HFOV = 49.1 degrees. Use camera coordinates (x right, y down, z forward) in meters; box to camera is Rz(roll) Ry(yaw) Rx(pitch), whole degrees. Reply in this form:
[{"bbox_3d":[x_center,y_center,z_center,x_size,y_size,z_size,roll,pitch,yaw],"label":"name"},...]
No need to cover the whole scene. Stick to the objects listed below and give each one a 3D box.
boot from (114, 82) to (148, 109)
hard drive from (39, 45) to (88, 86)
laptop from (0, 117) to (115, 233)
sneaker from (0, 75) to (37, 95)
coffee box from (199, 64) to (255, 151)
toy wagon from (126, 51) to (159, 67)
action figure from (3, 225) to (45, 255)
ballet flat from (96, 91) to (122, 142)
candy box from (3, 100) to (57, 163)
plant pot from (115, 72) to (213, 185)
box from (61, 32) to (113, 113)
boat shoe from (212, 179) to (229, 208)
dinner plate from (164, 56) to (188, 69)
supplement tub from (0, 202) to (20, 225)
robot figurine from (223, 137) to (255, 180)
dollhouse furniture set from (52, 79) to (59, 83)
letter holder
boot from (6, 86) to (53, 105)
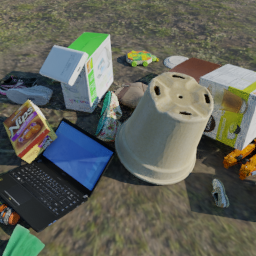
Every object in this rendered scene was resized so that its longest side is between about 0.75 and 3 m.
[{"bbox_3d":[0.252,-1.163,12.220,1.893,0.909,2.589,10,37,15],"label":"boot"},{"bbox_3d":[-2.335,-2.270,10.014,1.854,0.244,1.223,23,84,39],"label":"hard drive"},{"bbox_3d":[-2.380,1.229,8.808,2.652,1.545,2.992,28,33,30],"label":"laptop"},{"bbox_3d":[-5.261,-2.163,13.401,1.827,0.789,0.734,-21,46,-23],"label":"sneaker"},{"bbox_3d":[3.838,-0.849,10.202,2.104,2.125,2.128,28,40,34],"label":"coffee box"},{"bbox_3d":[0.833,-3.966,15.823,1.822,0.361,1.414,-1,41,-2],"label":"toy wagon"},{"bbox_3d":[-2.914,3.552,6.719,0.569,1.229,2.081,-6,44,31],"label":"action figure"},{"bbox_3d":[-0.703,-0.420,11.461,0.867,1.026,2.712,25,43,-16],"label":"ballet flat"},{"bbox_3d":[-3.679,0.051,10.362,1.380,0.668,2.366,-44,44,-4],"label":"candy box"},{"bbox_3d":[1.262,-0.137,9.030,2.985,2.732,2.985,7,51,-9],"label":"plant pot"},{"bbox_3d":[-1.811,-2.517,12.494,1.365,2.492,2.824,10,41,14],"label":"box"},{"bbox_3d":[2.841,2.030,8.837,0.343,0.375,1.004,0,41,-9],"label":"boat shoe"},{"bbox_3d":[2.834,-3.706,15.671,1.646,0.200,1.646,1,41,-1],"label":"dinner plate"},{"bbox_3d":[-3.622,2.495,8.189,0.833,0.510,0.510,15,43,16],"label":"supplement tub"},{"bbox_3d":[4.349,1.002,9.888,1.902,0.554,1.379,-25,45,-25],"label":"robot figurine"},{"bbox_3d":[-3.292,-2.766,14.244,1.191,0.598,0.780,-3,41,-3],"label":"dollhouse furniture set"},{"bbox_3d":[2.967,-2.217,13.158,1.727,1.222,2.430,28,48,32],"label":"letter holder"},{"bbox_3d":[-4.480,-1.569,12.890,1.939,0.713,0.927,11,35,0],"label":"boot"}]
